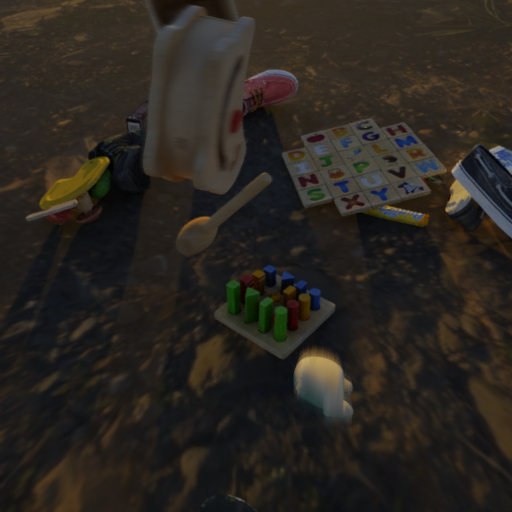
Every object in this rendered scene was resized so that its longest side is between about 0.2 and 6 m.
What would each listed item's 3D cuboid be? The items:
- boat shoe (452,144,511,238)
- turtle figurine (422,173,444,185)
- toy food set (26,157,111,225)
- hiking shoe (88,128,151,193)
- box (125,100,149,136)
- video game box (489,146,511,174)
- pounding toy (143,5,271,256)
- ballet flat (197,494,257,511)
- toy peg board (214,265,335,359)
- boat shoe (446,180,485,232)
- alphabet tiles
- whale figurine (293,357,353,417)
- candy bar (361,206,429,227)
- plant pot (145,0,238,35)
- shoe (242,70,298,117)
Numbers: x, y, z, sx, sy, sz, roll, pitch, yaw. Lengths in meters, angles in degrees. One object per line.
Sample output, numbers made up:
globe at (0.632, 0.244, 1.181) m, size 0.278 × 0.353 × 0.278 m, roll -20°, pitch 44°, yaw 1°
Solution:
boat shoe at (5.042, -1.126, 10.948) m, size 0.939 × 0.888 × 2.618 m, roll -11°, pitch 56°, yaw -42°
turtle figurine at (4.024, -1.947, 12.927) m, size 0.444 × 0.660 × 0.881 m, roll -14°, pitch 11°, yaw 40°
toy food set at (-3.729, -1.189, 11.846) m, size 1.428 × 0.793 × 2.427 m, roll -17°, pitch 31°, yaw 18°
hiking shoe at (-3.174, -2.092, 12.904) m, size 1.363 × 1.025 × 2.708 m, roll -11°, pitch 29°, yaw 1°
box at (-2.978, -3.627, 15.037) m, size 0.487 × 0.651 × 1.299 m, roll 9°, pitch 39°, yaw 12°
video game box at (5.845, -1.944, 13.047) m, size 1.473 × 0.378 × 1.617 m, roll -25°, pitch 44°, yaw -26°
pounding toy at (-0.408, -1.747, 8.259) m, size 1.898 × 3.308 × 1.892 m, roll 17°, pitch 26°, yaw 11°
ballet flat at (0.248, 3.642, 5.575) m, size 1.004 × 0.858 × 3.020 m, roll -42°, pitch 43°, yaw -10°
toy peg board at (0.323, 0.709, 9.251) m, size 1.482 × 0.725 × 1.476 m, roll 27°, pitch 45°, yaw 30°
boat shoe at (4.616, -1.268, 12.018) m, size 0.657 × 0.771 × 2.305 m, roll 50°, pitch 43°, yaw -9°
alphabet tiles at (2.382, -2.198, 13.070) m, size 3.200 × 0.122 × 3.846 m, roll -14°, pitch 37°, yaw 0°
whale figurine at (0.731, 1.504, 6.154) m, size 0.687 × 0.448 × 0.864 m, roll 5°, pitch 28°, yaw -22°
candy bar at (2.764, -0.941, 11.868) m, size 1.800 × 0.199 × 0.449 m, roll 16°, pitch 40°, yaw 21°
plant pot at (-1.279, -4.861, 11.897) m, size 1.650 × 1.648 × 1.461 m, roll -19°, pitch 17°, yaw -2°
shoe at (-0.140, -4.465, 15.910) m, size 2.854 × 1.019 × 1.298 m, roll -9°, pitch 39°, yaw -3°
